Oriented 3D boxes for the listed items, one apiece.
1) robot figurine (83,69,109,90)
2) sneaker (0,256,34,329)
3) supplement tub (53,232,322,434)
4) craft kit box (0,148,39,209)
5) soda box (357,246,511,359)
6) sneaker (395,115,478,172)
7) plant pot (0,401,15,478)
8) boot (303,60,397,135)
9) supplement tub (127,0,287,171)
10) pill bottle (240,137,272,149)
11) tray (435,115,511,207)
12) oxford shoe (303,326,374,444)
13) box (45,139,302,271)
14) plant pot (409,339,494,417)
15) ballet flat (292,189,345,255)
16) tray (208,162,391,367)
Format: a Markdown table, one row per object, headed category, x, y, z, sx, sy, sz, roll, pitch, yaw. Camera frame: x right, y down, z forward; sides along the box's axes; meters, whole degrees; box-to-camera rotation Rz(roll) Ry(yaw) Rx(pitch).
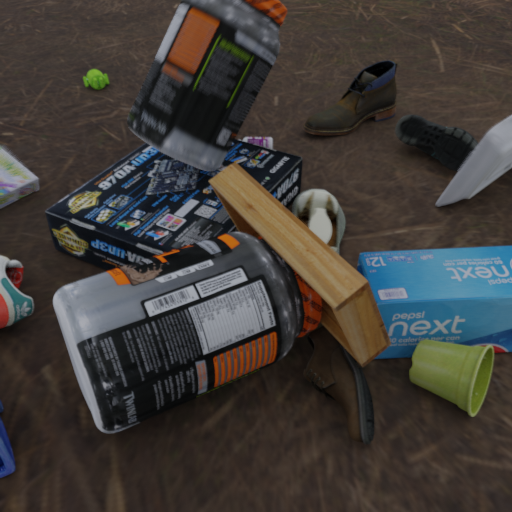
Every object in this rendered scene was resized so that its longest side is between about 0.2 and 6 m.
| category | x | y | z | sx | sy | sz | roll | pitch | yaw |
| --- | --- | --- | --- | --- | --- | --- | --- | --- | --- |
| robot figurine | -4.370 | -4.822 | 15.294 | 0.660 | 0.435 | 0.752 | -17 | 43 | -20 |
| sneaker | -4.529 | 0.305 | 8.830 | 1.376 | 1.036 | 2.943 | -7 | 31 | -42 |
| supplement tub | -0.828 | 0.826 | 7.273 | 3.096 | 1.896 | 1.896 | -19 | 43 | -23 |
| craft kit box | -5.519 | -1.504 | 10.997 | 1.712 | 0.415 | 1.691 | 37 | 48 | 17 |
| soda box | 3.214 | 0.642 | 8.057 | 3.447 | 1.169 | 1.106 | -2 | 39 | -3 |
| sneaker | 4.057 | -2.440 | 12.034 | 0.858 | 0.816 | 2.165 | 0 | 33 | -48 |
| plant pot | -3.685 | 1.882 | 6.464 | 1.366 | 1.367 | 1.229 | -15 | 36 | -16 |
| boot | 2.263 | -3.775 | 13.312 | 2.725 | 1.321 | 1.018 | -23 | 45 | -26 |
| supplement tub | -0.794 | -3.114 | 9.503 | 1.820 | 2.971 | 1.820 | 28 | 13 | -7 |
| pill bottle | -0.050 | -2.384 | 12.312 | 0.808 | 0.453 | 0.453 | 0 | 39 | -1 |
| tray | 5.117 | -2.208 | 11.039 | 3.727 | 2.001 | 0.413 | -31 | 68 | -32 |
| oxford shoe | 1.062 | 1.680 | 7.331 | 0.784 | 0.675 | 1.858 | -17 | 37 | 4 |
| box | -1.312 | -1.018 | 10.295 | 3.058 | 0.885 | 3.847 | 19 | 43 | 22 |
| plant pot | 2.525 | 1.506 | 7.341 | 0.865 | 0.941 | 0.941 | 14 | 40 | 34 |
| ballet flat | 1.105 | -0.593 | 9.750 | 0.987 | 0.933 | 2.929 | 6 | 39 | 3 |
| tray | 0.538 | 0.020 | 7.620 | 0.561 | 1.496 | 3.032 | -38 | 48 | -7 |
